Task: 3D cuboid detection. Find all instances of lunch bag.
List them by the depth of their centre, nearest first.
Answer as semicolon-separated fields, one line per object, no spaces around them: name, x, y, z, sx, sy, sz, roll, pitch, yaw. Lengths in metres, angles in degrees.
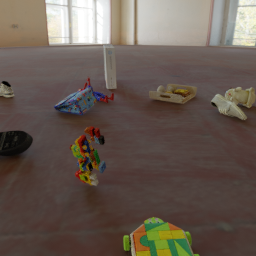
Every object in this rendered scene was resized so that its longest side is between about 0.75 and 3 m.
lunch bag;-2.259;-1.092;11.751;1.548;0.728;1.166;-2;33;35

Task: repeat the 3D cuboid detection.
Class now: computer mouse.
computer mouse;-4.107;0.575;7.869;2.880;0.490;0.844;-5;43;-1

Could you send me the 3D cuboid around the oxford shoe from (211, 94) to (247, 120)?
oxford shoe;3.975;-0.747;11.159;0.559;0.728;1.937;-42;34;4

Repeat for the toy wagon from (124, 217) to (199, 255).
toy wagon;0.486;1.865;4.523;1.108;0.283;1.428;-1;21;-5

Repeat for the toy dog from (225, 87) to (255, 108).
toy dog;4.999;-1.465;12.592;1.248;0.871;1.210;14;18;38

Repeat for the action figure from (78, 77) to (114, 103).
action figure;-1.672;-1.904;13.559;2.123;1.051;0.693;12;23;36

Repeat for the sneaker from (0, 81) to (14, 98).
sneaker;-6.268;-1.997;14.040;1.371;0.789;0.517;10;23;25

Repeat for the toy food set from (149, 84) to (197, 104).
toy food set;2.244;-1.803;13.662;1.632;0.687;2.275;12;24;29

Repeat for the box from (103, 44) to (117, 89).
box;-1.089;-3.709;16.542;0.590;2.235;2.867;-3;20;-5

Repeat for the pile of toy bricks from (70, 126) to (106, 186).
pile of toy bricks;-0.970;0.559;6.174;0.697;1.412;0.784;13;46;21
